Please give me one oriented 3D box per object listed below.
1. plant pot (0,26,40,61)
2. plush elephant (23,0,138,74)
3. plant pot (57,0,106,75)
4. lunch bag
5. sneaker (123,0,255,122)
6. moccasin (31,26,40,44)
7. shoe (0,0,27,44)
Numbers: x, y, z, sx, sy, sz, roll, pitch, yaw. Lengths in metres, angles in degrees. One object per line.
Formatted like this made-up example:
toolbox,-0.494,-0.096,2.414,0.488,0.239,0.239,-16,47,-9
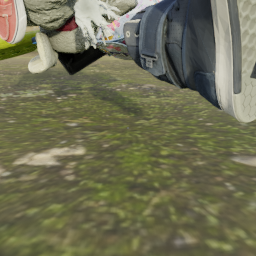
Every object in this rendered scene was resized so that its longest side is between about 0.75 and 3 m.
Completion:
plant pot,-3.476,-2.989,7.289,2.247,2.236,2.039,-27,19,-34
plush elephant,-1.080,-2.066,4.250,2.282,2.771,2.146,-31,-3,-11
plant pot,-1.685,-3.233,8.801,1.955,1.734,1.950,-31,-24,0
lunch bag,0.094,-2.536,7.401,1.960,1.246,1.662,-24,-12,17
sneaker,0.666,-1.587,3.141,1.076,2.829,2.044,-29,42,-21
moccasin,-1.852,-2.386,6.801,1.108,0.378,0.446,-23,22,1
shoe,-1.458,-1.416,2.897,0.469,1.314,0.598,35,48,16
